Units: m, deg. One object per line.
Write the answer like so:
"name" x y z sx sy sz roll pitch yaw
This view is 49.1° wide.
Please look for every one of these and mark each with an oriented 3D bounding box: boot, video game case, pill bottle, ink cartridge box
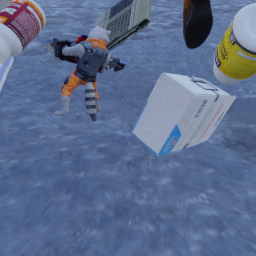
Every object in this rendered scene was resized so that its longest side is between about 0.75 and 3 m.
"boot" 1.930 -4.197 9.219 0.878 2.415 2.566 -13 42 2
"video game case" -2.676 -3.005 10.372 0.894 0.640 0.080 3 60 36
"pill bottle" -1.336 -1.129 3.249 0.439 0.439 0.777 14 58 20
"pill bottle" 2.183 -1.460 5.310 0.924 1.650 0.924 0 75 0
"ink cartridge box" 1.075 -0.270 4.986 0.670 1.145 1.975 41 27 27

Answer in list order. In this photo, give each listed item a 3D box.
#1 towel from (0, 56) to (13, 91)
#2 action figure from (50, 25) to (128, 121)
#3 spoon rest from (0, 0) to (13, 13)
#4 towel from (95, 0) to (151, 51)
"towel" -2.952 -1.630 5.192 0.242 2.035 1.495 -13 48 15
"action figure" -0.654 -1.195 6.068 1.965 1.901 1.028 -2 23 -38
"spoon rest" -3.236 -3.686 8.121 1.458 2.934 0.889 28 18 -27
"towel" -0.208 -3.479 9.231 2.548 0.457 2.646 -22 43 31
